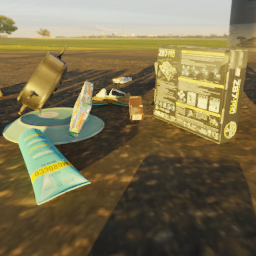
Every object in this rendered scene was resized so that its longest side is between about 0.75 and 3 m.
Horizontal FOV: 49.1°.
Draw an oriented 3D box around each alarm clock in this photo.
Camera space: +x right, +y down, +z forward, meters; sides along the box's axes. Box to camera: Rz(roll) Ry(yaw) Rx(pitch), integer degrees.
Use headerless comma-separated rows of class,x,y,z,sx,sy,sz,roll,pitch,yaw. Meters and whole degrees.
alarm clock,-2.206,-1.435,7.776,0.775,2.327,1.570,31,-28,-20

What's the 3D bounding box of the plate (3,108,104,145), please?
plate,-2.140,-0.186,8.210,2.874,0.367,2.874,-1,20,0

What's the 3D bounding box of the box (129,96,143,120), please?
box,0.245,-0.613,8.533,0.393,0.294,0.784,-2,48,-4

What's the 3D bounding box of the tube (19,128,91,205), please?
tube,-1.618,0.683,5.511,0.909,0.592,2.349,-24,32,-23

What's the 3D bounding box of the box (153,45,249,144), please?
box,1.824,-1.097,7.883,0.703,2.306,2.862,-11,21,-29

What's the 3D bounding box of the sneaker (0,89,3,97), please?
sneaker,-6.081,-1.584,12.120,0.785,0.732,2.079,-37,34,-27

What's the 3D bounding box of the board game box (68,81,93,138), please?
board game box,-1.175,-0.499,7.061,0.232,0.909,1.344,21,30,-17

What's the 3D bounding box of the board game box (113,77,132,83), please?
board game box,-0.318,-2.747,16.003,0.664,0.169,0.987,10,21,27

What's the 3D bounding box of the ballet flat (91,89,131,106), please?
ballet flat,-0.685,-1.193,10.759,1.713,0.620,0.581,2,19,8

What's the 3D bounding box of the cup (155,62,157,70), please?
cup,2.163,-2.405,13.207,1.855,1.327,1.855,1,19,0
